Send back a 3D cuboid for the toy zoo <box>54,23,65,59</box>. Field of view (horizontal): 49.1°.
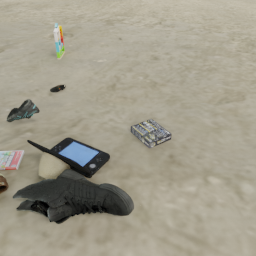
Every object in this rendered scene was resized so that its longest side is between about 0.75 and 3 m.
[{"bbox_3d":[-4.126,-5.274,16.789,0.201,1.962,1.287,1,34,1],"label":"toy zoo"}]

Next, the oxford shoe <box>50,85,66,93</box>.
[{"bbox_3d":[-3.402,-1.885,13.408,0.787,0.286,0.332,-24,27,-36],"label":"oxford shoe"}]

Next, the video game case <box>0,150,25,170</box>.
[{"bbox_3d":[-4.136,1.062,9.229,1.218,0.106,0.871,-2,35,-2],"label":"video game case"}]

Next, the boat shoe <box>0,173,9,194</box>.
[{"bbox_3d":[-4.207,1.861,7.558,0.725,0.724,1.960,33,46,30],"label":"boat shoe"}]

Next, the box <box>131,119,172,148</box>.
[{"bbox_3d":[0.839,0.173,10.346,1.001,0.305,1.242,-19,39,-28],"label":"box"}]

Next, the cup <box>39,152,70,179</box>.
[{"bbox_3d":[-2.303,1.236,8.418,0.923,0.923,0.660,20,70,26],"label":"cup"}]

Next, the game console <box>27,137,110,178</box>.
[{"bbox_3d":[-1.811,0.675,8.877,1.966,1.144,1.729,20,40,26],"label":"game console"}]

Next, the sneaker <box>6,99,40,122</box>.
[{"bbox_3d":[-4.022,-0.516,10.646,1.549,0.614,0.584,-23,45,30],"label":"sneaker"}]

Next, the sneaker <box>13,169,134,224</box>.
[{"bbox_3d":[-1.449,1.971,7.293,2.975,0.893,1.552,16,37,30],"label":"sneaker"}]
